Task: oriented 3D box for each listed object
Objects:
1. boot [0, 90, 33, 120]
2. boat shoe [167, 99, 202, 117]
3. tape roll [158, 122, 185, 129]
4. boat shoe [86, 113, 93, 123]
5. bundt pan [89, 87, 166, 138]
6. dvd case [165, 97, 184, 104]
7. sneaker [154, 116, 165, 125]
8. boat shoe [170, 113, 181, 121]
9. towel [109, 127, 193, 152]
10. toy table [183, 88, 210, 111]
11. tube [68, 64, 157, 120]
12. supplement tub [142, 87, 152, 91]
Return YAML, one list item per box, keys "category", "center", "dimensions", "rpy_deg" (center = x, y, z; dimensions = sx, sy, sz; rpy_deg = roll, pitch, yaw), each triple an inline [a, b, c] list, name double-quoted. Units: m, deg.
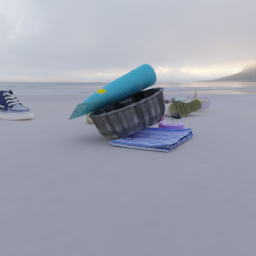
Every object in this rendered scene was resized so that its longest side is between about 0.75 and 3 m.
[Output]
- category: "boot"
  center: [-5.510, -1.131, 13.177]
  dimensions: [2.920, 1.319, 1.062]
  rpy_deg: [7, 11, 37]
- category: "boat shoe"
  center: [2.683, -0.914, 13.944]
  dimensions: [2.214, 0.827, 0.757]
  rpy_deg: [-9, -8, -36]
- category: "tape roll"
  center: [1.460, -0.009, 9.446]
  dimensions: [0.871, 0.286, 0.871]
  rpy_deg: [0, 8, 0]
- category: "boat shoe"
  center: [-1.541, -0.478, 11.658]
  dimensions: [0.396, 0.441, 1.193]
  rpy_deg: [-7, 11, -4]
- category: "bundt pan"
  center: [0.083, -0.408, 8.298]
  dimensions: [2.359, 0.885, 2.359]
  rpy_deg: [-21, 13, 5]
- category: "dvd case"
  center: [1.773, -1.274, 14.072]
  dimensions: [1.799, 0.198, 1.313]
  rpy_deg: [-13, 1, 31]
- category: "sneaker"
  center: [0.169, -0.693, 10.152]
  dimensions: [1.047, 1.242, 2.839]
  rpy_deg: [-19, 16, -31]
- category: "boat shoe"
  center: [2.168, -0.530, 12.623]
  dimensions: [0.393, 0.314, 1.040]
  rpy_deg: [-2, 9, -11]
- category: "towel"
  center: [0.763, 0.243, 7.905]
  dimensions: [1.674, 0.276, 2.312]
  rpy_deg: [4, 10, 27]
- category: "toy table"
  center: [3.978, -1.560, 16.310]
  dimensions: [1.520, 1.397, 0.890]
  rpy_deg: [-7, -9, 18]
- category: "tube"
  center: [-0.399, -1.062, 8.343]
  dimensions: [2.987, 0.753, 1.157]
  rpy_deg: [-32, -9, -32]
- category: "supplement tub"
  center: [0.867, -1.759, 16.669]
  dimensions: [1.462, 1.462, 2.083]
  rpy_deg: [-4, 10, -26]
